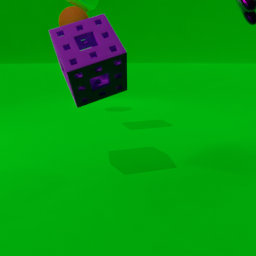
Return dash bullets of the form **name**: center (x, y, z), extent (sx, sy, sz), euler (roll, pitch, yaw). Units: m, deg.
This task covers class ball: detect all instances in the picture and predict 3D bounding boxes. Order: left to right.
- **ball**: center (-1.965, -3.860, 10.278), extent (1.116, 1.116, 1.116), euler (0, 14, 0)

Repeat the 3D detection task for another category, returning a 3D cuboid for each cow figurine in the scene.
- **cow figurine**: center (2.544, -3.192, 6.043), extent (0.860, 1.541, 1.566), euler (-29, -17, 20)

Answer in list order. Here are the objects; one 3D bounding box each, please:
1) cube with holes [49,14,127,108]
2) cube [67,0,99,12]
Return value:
- **cube with holes**: center (-0.687, -1.210, 5.136), extent (1.030, 1.030, 1.030), euler (-21, 63, -11)
- **cube**: center (-1.205, -3.771, 7.267), extent (1.013, 1.013, 1.013), euler (23, 8, -26)
